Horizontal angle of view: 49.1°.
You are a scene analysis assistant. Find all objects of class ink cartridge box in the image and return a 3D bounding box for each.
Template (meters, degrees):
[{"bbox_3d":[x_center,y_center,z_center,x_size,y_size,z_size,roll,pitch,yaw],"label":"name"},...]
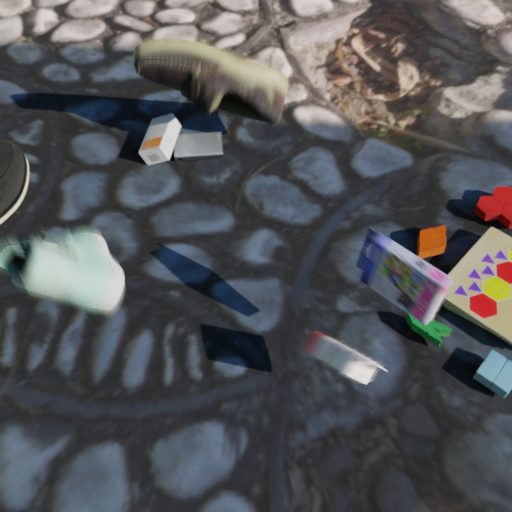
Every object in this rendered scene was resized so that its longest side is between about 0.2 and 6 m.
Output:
[{"bbox_3d":[1.799,0.251,7.148,0.261,0.741,1.242,-31,56,-34],"label":"ink cartridge box"},{"bbox_3d":[1.175,1.364,7.317,0.949,0.553,0.320,24,85,45],"label":"ink cartridge box"}]

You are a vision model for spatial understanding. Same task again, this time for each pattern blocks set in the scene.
[{"bbox_3d":[4.016,0.467,9.029,3.557,0.288,3.127,-33,59,-22],"label":"pattern blocks set"}]

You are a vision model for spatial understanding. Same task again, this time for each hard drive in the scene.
[{"bbox_3d":[-1.146,-2.176,11.151,0.956,0.157,0.667,-4,53,-3],"label":"hard drive"}]

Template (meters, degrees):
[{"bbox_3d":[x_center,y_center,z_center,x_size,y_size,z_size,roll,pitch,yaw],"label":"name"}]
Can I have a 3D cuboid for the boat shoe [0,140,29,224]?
[{"bbox_3d":[-5.000,-0.983,9.742,1.162,0.995,3.176,11,52,10],"label":"boat shoe"}]

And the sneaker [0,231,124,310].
[{"bbox_3d":[-2.547,-0.015,6.999,2.127,1.255,0.783,24,92,56],"label":"sneaker"}]

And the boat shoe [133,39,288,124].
[{"bbox_3d":[-0.778,-3.106,10.165,2.925,1.071,0.948,7,77,-18],"label":"boat shoe"}]

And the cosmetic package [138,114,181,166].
[{"bbox_3d":[-1.882,-2.293,11.005,0.519,0.365,1.023,-9,48,24],"label":"cosmetic package"}]
